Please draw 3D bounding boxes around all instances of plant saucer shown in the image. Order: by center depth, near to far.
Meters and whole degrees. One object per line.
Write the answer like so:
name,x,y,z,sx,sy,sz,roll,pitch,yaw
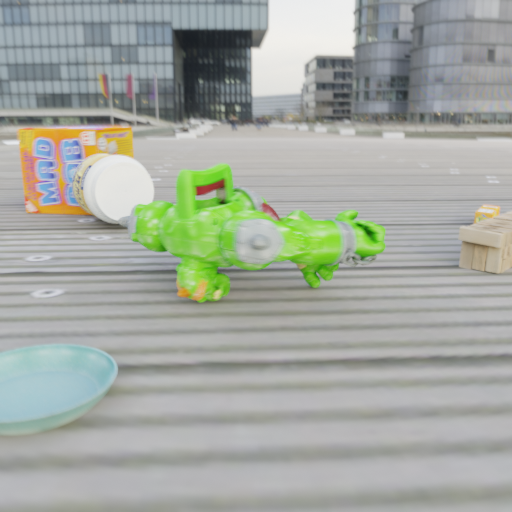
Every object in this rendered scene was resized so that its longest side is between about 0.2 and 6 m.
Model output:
plant saucer,-1.615,0.972,4.064,1.195,0.215,1.195,1,14,0

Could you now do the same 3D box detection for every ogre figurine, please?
ogre figurine,-0.279,-0.288,6.467,2.984,1.464,1.789,32,22,33

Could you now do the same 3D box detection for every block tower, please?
block tower,3.607,-0.235,8.069,0.569,0.609,2.106,14,18,42

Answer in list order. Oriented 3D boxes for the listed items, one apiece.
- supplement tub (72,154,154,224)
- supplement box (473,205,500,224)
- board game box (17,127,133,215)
supplement tub,-2.664,-1.258,10.402,1.234,1.234,1.709,-8,14,-27
supplement box,4.304,-0.722,10.465,0.338,0.327,0.982,11,18,30
board game box,-3.808,-1.903,12.167,1.747,1.747,1.748,3,15,11
